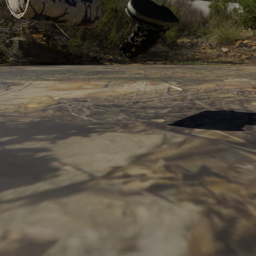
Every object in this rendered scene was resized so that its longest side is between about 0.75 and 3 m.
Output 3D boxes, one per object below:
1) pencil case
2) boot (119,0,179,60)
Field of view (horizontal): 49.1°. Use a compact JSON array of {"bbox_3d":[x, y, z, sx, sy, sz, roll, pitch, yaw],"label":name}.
[{"bbox_3d":[-2.183,-3.870,8.582,1.140,1.311,2.931,-13,1,43],"label":"pencil case"},{"bbox_3d":[0.320,-2.572,7.651,1.695,0.810,2.244,-40,-10,34],"label":"boot"}]
